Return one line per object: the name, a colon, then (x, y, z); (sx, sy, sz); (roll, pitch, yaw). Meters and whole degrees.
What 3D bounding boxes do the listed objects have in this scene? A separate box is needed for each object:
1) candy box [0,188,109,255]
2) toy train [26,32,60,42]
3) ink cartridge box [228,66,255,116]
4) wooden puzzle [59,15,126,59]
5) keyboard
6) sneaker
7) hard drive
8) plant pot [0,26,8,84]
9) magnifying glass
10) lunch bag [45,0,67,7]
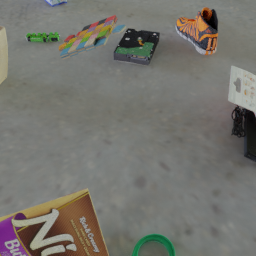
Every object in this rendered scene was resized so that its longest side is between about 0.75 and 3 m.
candy box: (-1.041, 2.668, 4.653); (1.688, 0.817, 2.893); (-15, 72, -15)
toy train: (-3.649, -3.872, 11.991); (1.442, 0.301, 0.407); (-4, 57, -3)
ink cartridge box: (3.930, -0.752, 8.360); (2.257, 0.533, 1.807); (24, 49, -2)
wooden puzzle: (-0.750, -1.740, 5.355); (1.626, 0.114, 0.964); (-10, 42, 27)
keyboard: (3.647, -0.055, 8.322); (1.457, 0.555, 2.799); (28, 47, -5)
sneaker: (2.934, -4.331, 11.552); (1.054, 1.523, 2.718); (-18, 49, -16)
hard drive: (0.392, -3.331, 11.379); (1.458, 0.395, 2.087); (11, 47, 10)
plant pot: (-5.214, -2.166, 9.274); (2.058, 1.822, 2.056); (10, 47, 11)
magnifying glass: (0.112, 2.956, 5.480); (0.847, 0.238, 2.128); (36, 54, 29)
lunch bag: (-3.999, -7.452, 14.512); (1.154, 1.584, 1.863); (-26, 51, -29)
